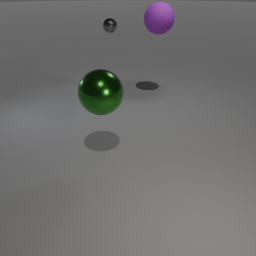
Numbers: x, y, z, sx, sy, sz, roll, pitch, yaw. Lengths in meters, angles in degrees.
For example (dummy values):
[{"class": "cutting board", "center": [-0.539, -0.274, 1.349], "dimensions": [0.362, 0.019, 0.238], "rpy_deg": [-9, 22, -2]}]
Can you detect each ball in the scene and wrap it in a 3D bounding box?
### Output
[{"class": "ball", "center": [1.426, -5.009, 12.813], "dimensions": [1.400, 1.400, 1.400], "rpy_deg": [0, 28, 0]}, {"class": "ball", "center": [-0.890, -5.068, 13.866], "dimensions": [0.700, 0.700, 0.700], "rpy_deg": [0, 28, 0]}, {"class": "ball", "center": [-0.833, -1.092, 8.588], "dimensions": [1.400, 1.400, 1.400], "rpy_deg": [0, 28, 0]}]
